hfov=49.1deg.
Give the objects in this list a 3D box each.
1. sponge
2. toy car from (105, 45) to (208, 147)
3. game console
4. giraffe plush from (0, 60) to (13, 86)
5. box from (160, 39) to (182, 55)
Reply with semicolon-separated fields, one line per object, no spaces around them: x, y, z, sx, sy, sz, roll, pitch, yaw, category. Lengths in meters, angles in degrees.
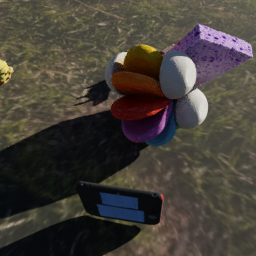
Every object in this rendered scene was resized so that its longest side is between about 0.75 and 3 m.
1.506;-1.503;7.141;1.534;2.750;0.410;9;70;-25;sponge
0.486;-0.565;6.585;2.185;2.497;1.872;8;55;38;toy car
-0.132;1.432;5.213;1.527;1.351;0.237;6;57;8;game console
-3.651;-1.431;7.179;1.193;1.471;1.269;-26;44;-4;giraffe plush
1.896;-2.619;9.880;0.806;0.603;1.610;34;52;29;box
